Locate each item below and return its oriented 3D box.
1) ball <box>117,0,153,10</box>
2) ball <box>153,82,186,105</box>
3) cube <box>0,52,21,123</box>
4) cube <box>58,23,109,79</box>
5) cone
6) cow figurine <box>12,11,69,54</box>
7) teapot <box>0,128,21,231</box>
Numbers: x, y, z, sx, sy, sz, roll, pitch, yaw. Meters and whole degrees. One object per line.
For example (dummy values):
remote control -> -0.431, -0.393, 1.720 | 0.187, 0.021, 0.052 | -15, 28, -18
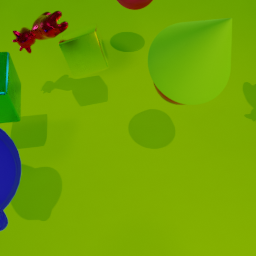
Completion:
ball -> 0.198, -4.095, 7.989 | 1.345, 1.345, 1.345 | 0, 47, 0
ball -> 0.946, -0.912, 4.990 | 1.004, 1.004, 1.004 | 0, 47, 0
cube -> -2.443, -0.669, 4.894 | 0.906, 0.906, 0.906 | -6, 62, -9
cube -> -0.999, -1.798, 6.522 | 0.875, 0.875, 0.875 | -16, 32, 5
cone -> 0.992, -1.047, 3.527 | 1.269, 1.274, 1.269 | 1, 82, -7
cow figurine -> -1.952, -2.104, 6.153 | 1.073, 0.589, 1.056 | 19, 59, 48
teapot -> -1.882, 0.424, 3.033 | 0.948, 1.936, 1.203 | -2, 32, 43
